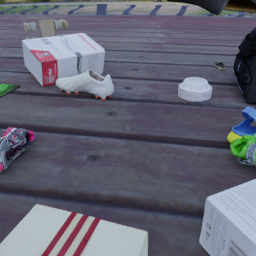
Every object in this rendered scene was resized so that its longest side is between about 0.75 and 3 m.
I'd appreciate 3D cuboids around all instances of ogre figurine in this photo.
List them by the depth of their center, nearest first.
[{"bbox_3d":[3.591,0.354,5.340,2.756,1.352,1.652,8,15,-9],"label":"ogre figurine"}]

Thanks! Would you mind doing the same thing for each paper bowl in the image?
[{"bbox_3d":[2.194,-1.302,9.146,1.078,0.561,1.078,-1,27,0],"label":"paper bowl"}]

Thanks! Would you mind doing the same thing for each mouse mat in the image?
[{"bbox_3d":[-4.618,-1.253,9.589,1.206,0.056,1.499,8,29,15],"label":"mouse mat"}]

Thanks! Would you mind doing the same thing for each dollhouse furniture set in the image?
[{"bbox_3d":[-3.281,-3.534,11.824,1.666,1.901,1.263,-16,33,-26],"label":"dollhouse furniture set"}]

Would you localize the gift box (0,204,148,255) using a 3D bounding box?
[{"bbox_3d":[-0.538,1.770,2.505,1.664,1.535,1.553,4,27,20],"label":"gift box"}]

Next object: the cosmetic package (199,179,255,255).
[{"bbox_3d":[1.723,1.393,3.818,1.092,0.914,0.908,-13,30,-23],"label":"cosmetic package"}]

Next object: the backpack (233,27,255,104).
[{"bbox_3d":[4.573,-2.278,9.395,2.290,2.430,2.979,7,22,-5],"label":"backpack"}]

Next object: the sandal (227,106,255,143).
[{"bbox_3d":[3.383,-0.124,6.643,2.088,0.909,0.830,-10,28,-22],"label":"sandal"}]

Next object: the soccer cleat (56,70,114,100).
[{"bbox_3d":[-1.449,-1.540,9.268,2.197,0.852,0.761,13,31,23],"label":"soccer cleat"}]

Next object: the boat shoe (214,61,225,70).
[{"bbox_3d":[3.974,-2.735,12.056,0.311,0.276,0.850,-4,29,-8],"label":"boat shoe"}]

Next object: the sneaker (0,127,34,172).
[{"bbox_3d":[-2.470,0.390,6.002,0.559,0.603,1.496,1,28,-2],"label":"sneaker"}]

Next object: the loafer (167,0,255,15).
[{"bbox_3d":[2.216,-3.357,7.001,2.784,1.006,1.013,-9,-3,-10],"label":"loafer"}]

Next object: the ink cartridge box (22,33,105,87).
[{"bbox_3d":[-2.467,-2.711,10.847,2.586,1.072,1.898,-19,47,-31],"label":"ink cartridge box"}]
